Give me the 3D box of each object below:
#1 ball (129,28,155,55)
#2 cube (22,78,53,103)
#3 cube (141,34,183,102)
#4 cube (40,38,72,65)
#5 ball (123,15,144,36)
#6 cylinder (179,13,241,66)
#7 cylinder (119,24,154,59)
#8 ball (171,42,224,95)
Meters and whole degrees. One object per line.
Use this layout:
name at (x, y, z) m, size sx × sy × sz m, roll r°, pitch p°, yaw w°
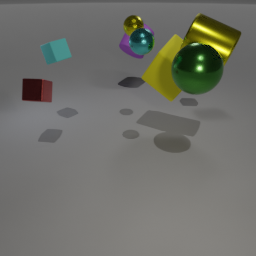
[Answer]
ball at (0.373, -2.334, 7.575) m, size 0.700 × 0.700 × 0.700 m, roll 0°, pitch 28°, yaw 0°
cube at (-2.905, -1.197, 9.006) m, size 0.700 × 0.700 × 0.700 m, roll 4°, pitch 3°, yaw 10°
cube at (1.591, -2.089, 9.833) m, size 1.400 × 1.400 × 1.400 m, roll 39°, pitch 53°, yaw -1°
cube at (-2.613, -2.776, 10.168) m, size 0.700 × 0.700 × 0.700 m, roll 1°, pitch 25°, yaw 45°
ball at (0.187, -3.415, 9.396) m, size 0.700 × 0.700 × 0.700 m, roll 0°, pitch 28°, yaw 0°
cylinder at (2.463, -2.551, 8.561) m, size 1.400 × 1.400 × 1.400 m, roll 28°, pitch 33°, yaw 7°
cylinder at (0.446, -4.556, 14.532) m, size 1.400 × 1.400 × 1.400 m, roll 26°, pitch -2°, yaw 1°
ball at (1.885, -1.613, 7.671) m, size 1.400 × 1.400 × 1.400 m, roll 0°, pitch 28°, yaw 0°
